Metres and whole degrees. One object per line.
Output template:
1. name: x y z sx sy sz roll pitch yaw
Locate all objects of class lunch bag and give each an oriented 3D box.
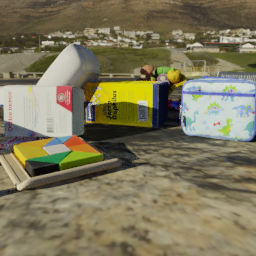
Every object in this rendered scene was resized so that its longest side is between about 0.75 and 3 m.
1. lunch bag: 2.736 -0.621 8.414 2.290 1.841 0.944 9 14 32

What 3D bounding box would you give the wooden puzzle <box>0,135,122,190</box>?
1. wooden puzzle: -1.612 0.601 6.244 2.149 0.432 2.323 -9 16 -34

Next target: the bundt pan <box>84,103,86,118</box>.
1. bundt pan: -2.267 -0.699 11.659 1.505 0.565 1.505 0 14 0

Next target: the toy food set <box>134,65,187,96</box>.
1. toy food set: 1.083 -2.044 11.444 2.537 0.829 1.493 2 47 30

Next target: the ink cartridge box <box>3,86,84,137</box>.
1. ink cartridge box: -2.439 -0.489 8.361 1.994 1.449 1.442 1 4 4

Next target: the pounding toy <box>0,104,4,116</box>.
1. pounding toy: -5.792 -0.849 12.193 0.796 0.615 0.865 -11 17 -41

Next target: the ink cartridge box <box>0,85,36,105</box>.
1. ink cartridge box: -4.949 -1.530 13.999 2.666 1.124 1.947 0 13 1

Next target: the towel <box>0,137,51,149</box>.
1. towel: -2.860 0.386 7.760 1.197 0.179 0.876 2 12 8

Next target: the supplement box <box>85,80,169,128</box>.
1. supplement box: -0.017 -0.996 10.678 2.843 1.557 1.547 4 13 20

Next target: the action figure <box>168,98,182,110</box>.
1. action figure: 2.374 -1.242 14.212 0.728 0.575 2.224 -8 12 -22

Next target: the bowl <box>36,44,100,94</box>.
1. bowl: -2.134 -1.770 10.599 0.967 2.591 2.588 44 13 5

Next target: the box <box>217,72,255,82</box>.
1. box: 4.313 -0.871 9.259 2.523 1.351 1.873 9 -10 35
